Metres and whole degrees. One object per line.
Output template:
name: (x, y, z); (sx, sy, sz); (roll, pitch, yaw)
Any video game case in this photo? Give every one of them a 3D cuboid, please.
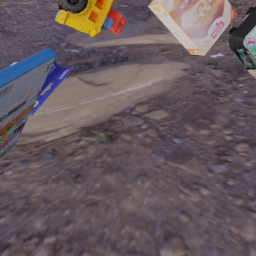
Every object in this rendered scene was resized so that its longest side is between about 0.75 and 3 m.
video game case: (-2.203, -0.078, 4.839); (0.228, 2.562, 1.833); (35, 34, -4)

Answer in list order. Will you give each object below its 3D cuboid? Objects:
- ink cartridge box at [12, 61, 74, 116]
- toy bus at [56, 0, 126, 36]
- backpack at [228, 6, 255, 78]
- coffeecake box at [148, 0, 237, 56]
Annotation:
ink cartridge box: (-2.737, -1.103, 7.196); (2.068, 0.420, 2.064); (1, 44, 27)
toy bus: (-0.852, -3.525, 7.764); (1.885, 1.963, 1.332); (24, 4, -17)
backpack: (3.001, -1.679, 5.688); (1.343, 1.513, 1.139); (-50, 28, -1)
coffeecake box: (1.856, -3.321, 7.901); (1.558, 2.030, 0.742); (-52, 29, 1)
